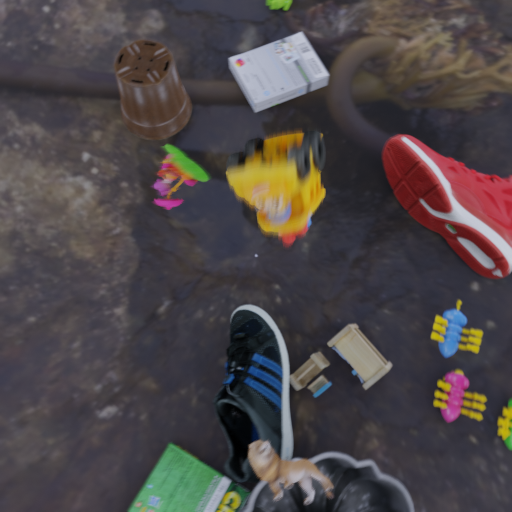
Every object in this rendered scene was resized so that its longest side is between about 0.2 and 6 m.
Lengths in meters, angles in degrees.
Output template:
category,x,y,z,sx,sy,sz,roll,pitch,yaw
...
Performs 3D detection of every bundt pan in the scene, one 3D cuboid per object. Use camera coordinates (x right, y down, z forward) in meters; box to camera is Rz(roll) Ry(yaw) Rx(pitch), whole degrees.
category,x,y,z,sx,sy,sz,roll,pitch,yaw
bundt pan,0.980,4.486,8.477,3.076,1.154,3.076,2,80,-9

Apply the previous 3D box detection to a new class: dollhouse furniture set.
category,x,y,z,sx,sy,sz,roll,pitch,yaw
dollhouse furniture set,1.500,2.047,9.916,1.431,1.003,1.008,-43,74,10

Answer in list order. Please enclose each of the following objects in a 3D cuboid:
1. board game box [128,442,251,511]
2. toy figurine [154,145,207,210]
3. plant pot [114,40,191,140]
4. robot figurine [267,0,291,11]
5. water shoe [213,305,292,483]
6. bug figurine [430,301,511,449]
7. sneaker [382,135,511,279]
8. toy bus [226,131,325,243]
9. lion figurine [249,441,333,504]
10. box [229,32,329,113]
category,x,y,z,sx,sy,sz,roll,pitch,yaw
board game box,-1.554,4.832,8.996,1.642,0.368,3.133,28,71,13
toy figurine,-1.508,-1.311,9.939,1.001,0.752,0.922,46,109,18
plant pot,-2.228,-3.515,11.722,1.570,1.554,1.570,0,69,1
robot figurine,0.580,-6.185,13.427,0.672,0.388,0.589,-36,72,-13
water shoe,-0.107,2.209,9.430,1.071,1.182,2.996,-26,64,34
bug figurine,4.210,2.134,9.897,2.736,0.704,2.121,22,76,4
sneaker,4.192,-1.333,11.165,1.960,1.330,3.394,-36,84,-22
toy bus,0.382,-0.877,8.050,1.125,1.591,1.657,-1,24,22
lion figurine,0.357,2.238,5.805,0.931,0.570,0.337,27,105,-30
box,0.504,-4.150,12.610,1.817,0.374,1.417,-23,69,-10
